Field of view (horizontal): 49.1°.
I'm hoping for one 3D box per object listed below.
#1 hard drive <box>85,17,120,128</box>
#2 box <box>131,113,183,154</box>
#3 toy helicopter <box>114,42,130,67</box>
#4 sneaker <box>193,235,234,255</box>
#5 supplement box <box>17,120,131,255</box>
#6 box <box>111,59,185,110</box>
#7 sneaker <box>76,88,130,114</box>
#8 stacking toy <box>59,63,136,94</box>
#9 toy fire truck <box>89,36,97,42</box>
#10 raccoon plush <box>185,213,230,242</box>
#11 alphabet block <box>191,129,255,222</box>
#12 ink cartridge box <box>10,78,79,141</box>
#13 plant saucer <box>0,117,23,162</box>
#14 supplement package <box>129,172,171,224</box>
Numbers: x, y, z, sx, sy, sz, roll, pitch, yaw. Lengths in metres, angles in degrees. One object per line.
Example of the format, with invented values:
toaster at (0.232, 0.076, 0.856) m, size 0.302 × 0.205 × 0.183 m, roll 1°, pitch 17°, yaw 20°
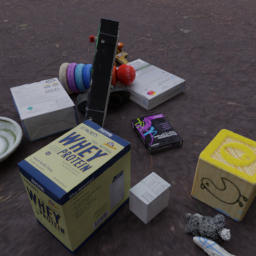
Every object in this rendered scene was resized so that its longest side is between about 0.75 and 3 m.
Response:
hard drive at (-0.795, -1.512, 8.072) m, size 0.548 × 2.897 × 2.024 m, roll 8°, pitch 11°, yaw -10°
box at (0.856, 0.124, 8.586) m, size 1.068 × 0.270 × 1.494 m, roll -14°, pitch 41°, yaw -17°
toy helicopter at (-0.429, -3.071, 12.385) m, size 1.166 × 0.696 × 1.764 m, roll -21°, pitch 53°, yaw -31°
sneaker at (1.759, 2.500, 5.484) m, size 1.143 × 0.411 × 0.414 m, roll 24°, pitch 71°, yaw 37°
supplement box at (-0.983, 1.187, 5.923) m, size 1.252 × 1.864 × 1.866 m, roll 27°, pitch 46°, yaw 30°
box at (0.597, -1.776, 10.804) m, size 1.976 × 0.522 × 2.535 m, roll -30°, pitch 46°, yaw -31°
sneaker at (-0.881, -1.120, 9.788) m, size 1.950 × 0.741 × 0.885 m, roll -12°, pitch 41°, yaw -16°
stacking toy at (-1.050, -1.896, 10.133) m, size 2.679 × 1.144 × 1.144 m, roll -3°, pitch 37°, yaw 11°
toy fire truck at (-1.400, -4.647, 14.671) m, size 1.082 × 0.264 × 0.763 m, roll -17°, pitch 41°, yaw -20°
raccoon plush at (1.566, 1.965, 5.687) m, size 0.769 × 1.147 × 0.555 m, roll 7°, pitch 67°, yaw 9°
alphabet block at (2.397, 1.060, 6.508) m, size 1.315 × 1.347 × 1.322 m, roll 24°, pitch 44°, yaw 29°
ink cartridge box at (-2.809, -0.785, 9.208) m, size 1.635 × 0.915 × 2.396 m, roll -18°, pitch 43°, yaw -21°
plant saucer at (-4.062, 0.522, 7.838) m, size 2.222 × 0.558 × 2.222 m, roll -1°, pitch 38°, yaw 0°
supplement package at (0.489, 1.578, 6.350) m, size 0.766 × 0.732 × 0.563 m, roll -30°, pitch 47°, yaw -33°
